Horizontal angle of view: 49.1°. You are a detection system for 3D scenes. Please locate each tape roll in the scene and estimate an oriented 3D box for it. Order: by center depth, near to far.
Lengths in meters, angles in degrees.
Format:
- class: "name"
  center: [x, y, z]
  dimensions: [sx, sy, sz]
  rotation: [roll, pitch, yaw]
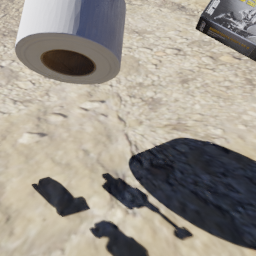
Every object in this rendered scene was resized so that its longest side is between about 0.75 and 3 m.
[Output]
- class: "tape roll"
  center: [-1.184, -2.077, 6.132]
  dimensions: [2.227, 2.227, 1.529]
  rotation: [4, 74, 5]

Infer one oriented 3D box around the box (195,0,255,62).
- class: "box"
  center: [2.430, -2.383, 5.536]
  dimensions: [1.478, 0.451, 1.866]
  rotation: [32, 74, 9]
